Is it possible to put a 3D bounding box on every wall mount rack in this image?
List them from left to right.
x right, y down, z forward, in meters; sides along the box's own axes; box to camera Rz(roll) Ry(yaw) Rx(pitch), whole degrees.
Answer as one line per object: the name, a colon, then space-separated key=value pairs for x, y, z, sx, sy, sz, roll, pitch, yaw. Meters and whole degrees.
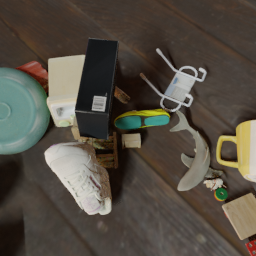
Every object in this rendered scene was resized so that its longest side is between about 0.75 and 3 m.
wall mount rack: x=1.616 y=-1.786 z=10.102 sx=2.006 sy=0.861 sz=2.309 roll=25 pitch=63 yaw=14

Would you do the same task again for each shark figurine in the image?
shark figurine: x=2.184 y=0.623 z=8.651 sx=1.493 sy=1.043 sz=2.499 roll=-2 pitch=62 yaw=0

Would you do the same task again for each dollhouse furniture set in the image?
dollhouse furniture set: x=-0.556 y=0.477 z=8.312 sx=1.936 sy=1.712 sz=1.076 roll=-3 pitch=60 yaw=-1

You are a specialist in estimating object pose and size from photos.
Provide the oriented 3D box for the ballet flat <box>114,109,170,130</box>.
ballet flat: x=0.458 y=-0.346 z=9.504 sx=1.908 sy=0.637 sz=0.639 roll=-5 pitch=39 yaw=-6

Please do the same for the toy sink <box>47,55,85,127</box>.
toy sink: x=-1.856 y=-0.938 z=9.223 sx=1.341 sy=1.560 sz=2.394 roll=-8 pitch=62 yaw=-5

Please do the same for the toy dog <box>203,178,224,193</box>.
toy dog: x=2.572 y=1.709 z=8.217 sx=0.574 sy=0.871 sz=0.419 roll=-15 pitch=76 yaw=20

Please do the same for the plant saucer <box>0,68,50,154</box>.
plant saucer: x=-3.892 y=-0.521 z=8.760 sx=2.787 sy=0.501 sz=2.787 roll=0 pitch=93 yaw=-8

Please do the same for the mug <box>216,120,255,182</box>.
mug: x=3.884 y=0.814 z=8.529 sx=1.523 sy=1.901 sz=1.561 roll=23 pitch=68 yaw=-24

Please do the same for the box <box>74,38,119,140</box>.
box: x=-0.739 y=-0.952 z=7.087 sx=0.822 sy=1.471 sz=2.084 roll=5 pitch=65 yaw=1

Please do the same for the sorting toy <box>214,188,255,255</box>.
sorting toy: x=3.346 y=2.567 z=7.920 sx=0.994 sy=0.349 sz=2.062 roll=-20 pitch=62 yaw=-11

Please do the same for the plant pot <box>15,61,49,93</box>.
plant pot: x=-3.552 y=-1.468 z=9.634 sx=1.557 sy=1.557 sz=1.515 roll=40 pitch=60 yaw=20

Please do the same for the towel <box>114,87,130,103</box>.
towel: x=-0.537 y=-1.285 z=9.265 sx=1.182 sy=1.783 sz=0.307 roll=36 pitch=94 yaw=9

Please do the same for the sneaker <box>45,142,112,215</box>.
sneaker: x=-1.055 y=1.331 z=7.148 sx=1.060 sy=2.830 sz=1.410 roll=-26 pitch=51 yaw=7
